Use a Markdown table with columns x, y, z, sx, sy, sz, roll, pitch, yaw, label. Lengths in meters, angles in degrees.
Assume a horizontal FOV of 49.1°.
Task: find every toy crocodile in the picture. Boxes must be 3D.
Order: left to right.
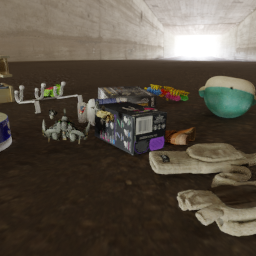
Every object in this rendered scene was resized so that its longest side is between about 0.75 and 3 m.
| x | y | z | sx | sy | sz | roll | pitch | yaw | label |
| --- | --- | --- | --- | --- | --- | --- | --- | --- | --- |
| -4.047 | -1.983 | 14.934 | 0.544 | 0.498 | 1.611 | 5 | 18 | 17 | toy crocodile |

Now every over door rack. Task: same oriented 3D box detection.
| x | y | z | sx | sy | sz | roll | pitch | yaw | label |
| --- | --- | --- | --- | --- | --- | --- | --- | --- | --- |
| -3.600 | -1.485 | 12.540 | 2.136 | 0.963 | 2.891 | -13 | 22 | -35 | over door rack |

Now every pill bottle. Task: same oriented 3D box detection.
| x | y | z | sx | sy | sz | roll | pitch | yaw | label |
| --- | --- | --- | --- | --- | --- | --- | --- | --- | --- |
| -0.850 | -0.545 | 9.484 | 1.636 | 0.908 | 0.908 | -2 | 17 | -8 | pill bottle |

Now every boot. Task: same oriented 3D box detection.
| x | y | z | sx | sy | sz | roll | pitch | yaw | label |
| --- | --- | --- | --- | --- | --- | --- | --- | --- | --- |
| 1.447 | 0.178 | 8.046 | 0.828 | 0.394 | 1.070 | 6 | 15 | 33 | boot |

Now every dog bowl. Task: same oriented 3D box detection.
| x | y | z | sx | sy | sz | roll | pitch | yaw | label |
| --- | --- | --- | --- | --- | --- | --- | --- | --- | --- |
| -4.185 | 0.145 | 7.469 | 1.943 | 0.765 | 1.943 | 0 | 16 | 0 | dog bowl |

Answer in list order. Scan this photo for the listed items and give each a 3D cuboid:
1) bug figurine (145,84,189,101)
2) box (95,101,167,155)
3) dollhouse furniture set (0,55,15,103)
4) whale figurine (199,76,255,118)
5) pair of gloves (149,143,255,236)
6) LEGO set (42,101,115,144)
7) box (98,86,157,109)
| x | y | z | sx | sy | sz | roll | pitch | yaw | label |
| --- | --- | --- | --- | --- | --- | --- | --- | --- | --- |
| 1.919 | -1.654 | 13.456 | 1.759 | 0.584 | 2.268 | 19 | 13 | 28 | bug figurine |
| 0.017 | -0.087 | 7.765 | 1.165 | 1.011 | 1.906 | -9 | 18 | -36 | box |
| -6.435 | -2.301 | 13.139 | 1.508 | 2.140 | 1.500 | -14 | 22 | -38 | dollhouse furniture set |
| 3.803 | -1.023 | 10.880 | 2.190 | 1.428 | 2.753 | 12 | -4 | 12 | whale figurine |
| 1.888 | 0.968 | 5.247 | 2.485 | 0.512 | 2.923 | -7 | 16 | -12 | pair of gloves |
| -1.355 | 0.012 | 6.932 | 1.376 | 0.600 | 2.119 | 23 | -36 | -34 | LEGO set |
| -0.126 | -1.365 | 12.631 | 2.095 | 0.639 | 2.645 | -4 | 17 | -14 | box |
